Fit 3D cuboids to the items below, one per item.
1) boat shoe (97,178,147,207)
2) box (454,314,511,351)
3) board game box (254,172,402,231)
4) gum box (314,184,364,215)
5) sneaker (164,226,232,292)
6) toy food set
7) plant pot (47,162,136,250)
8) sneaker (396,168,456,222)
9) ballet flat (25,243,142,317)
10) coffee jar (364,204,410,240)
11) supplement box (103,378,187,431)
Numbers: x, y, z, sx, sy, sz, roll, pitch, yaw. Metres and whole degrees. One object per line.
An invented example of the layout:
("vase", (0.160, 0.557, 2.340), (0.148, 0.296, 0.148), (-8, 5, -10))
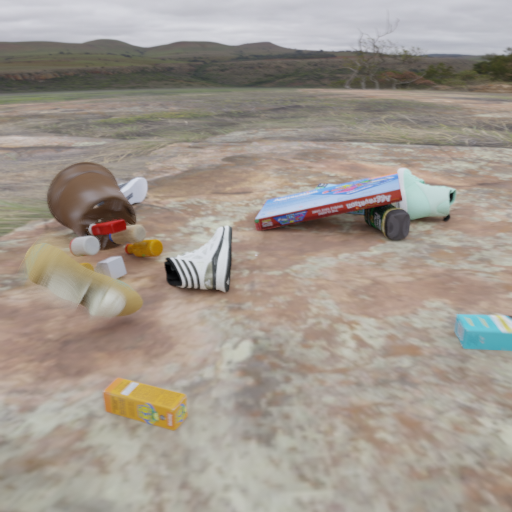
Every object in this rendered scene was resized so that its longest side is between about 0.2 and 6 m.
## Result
("boat shoe", (-3.583, -1.641, 15.062), (0.648, 0.685, 1.911), (8, 30, 16))
("box", (3.715, 1.151, 8.379), (1.312, 0.323, 0.540), (1, 22, 4))
("board game box", (1.744, -1.322, 13.458), (3.391, 0.330, 1.746), (-11, 19, 16))
("gum box", (2.405, -1.549, 15.098), (1.755, 0.391, 1.491), (7, 23, 17))
("sneaker", (-1.092, -0.034, 10.686), (1.254, 0.822, 2.179), (2, 24, -1))
("toy food set", (-2.902, -0.123, 10.812), (0.933, 0.990, 2.073), (-3, 18, 39))
("plant pot", (-3.537, -1.015, 12.348), (1.661, 1.661, 1.644), (-14, 34, -31))
("sneaker", (4.363, -1.593, 14.492), (1.441, 0.899, 2.442), (-1, 31, 12))
("ballet flat", (-2.530, 0.548, 8.303), (2.023, 0.694, 0.638), (35, 24, -37))
("coffee jar", (3.021, -0.866, 12.949), (0.584, 0.714, 1.369), (-8, 22, -13))
("supplement box", (-1.340, 1.783, 6.772), (0.995, 0.331, 0.342), (7, 23, 19))
